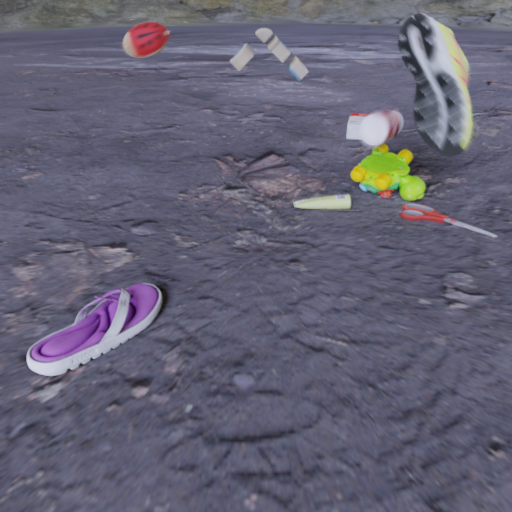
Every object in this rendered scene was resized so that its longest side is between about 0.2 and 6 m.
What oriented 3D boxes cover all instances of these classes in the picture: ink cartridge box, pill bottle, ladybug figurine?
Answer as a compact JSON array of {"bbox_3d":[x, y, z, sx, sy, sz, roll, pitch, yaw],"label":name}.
[{"bbox_3d":[3.379,-4.167,17.996,0.834,0.483,1.436,6,29,12],"label":"ink cartridge box"},{"bbox_3d":[2.928,-2.987,12.932,0.682,0.682,1.244,17,28,29],"label":"pill bottle"},{"bbox_3d":[-1.916,-3.756,9.682,0.850,0.577,0.306,-18,-1,7],"label":"ladybug figurine"}]

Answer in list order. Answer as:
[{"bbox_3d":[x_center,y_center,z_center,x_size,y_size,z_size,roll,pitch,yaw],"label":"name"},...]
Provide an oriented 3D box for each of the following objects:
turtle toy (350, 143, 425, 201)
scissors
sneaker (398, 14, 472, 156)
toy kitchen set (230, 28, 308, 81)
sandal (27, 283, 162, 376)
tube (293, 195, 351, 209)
[{"bbox_3d":[3.178,-1.869,13.323,1.785,0.902,1.301,27,62,35],"label":"turtle toy"},{"bbox_3d":[4.180,-0.808,12.175,2.155,0.150,0.788,14,30,28],"label":"scissors"},{"bbox_3d":[3.710,-3.313,10.839,1.242,2.750,1.075,-10,-1,-39],"label":"sneaker"},{"bbox_3d":[0.285,-4.370,12.834,1.419,1.137,0.836,42,19,-17],"label":"toy kitchen set"},{"bbox_3d":[-2.317,0.935,8.492,1.021,0.616,2.508,15,32,25],"label":"sandal"},{"bbox_3d":[1.497,-1.204,12.795,1.286,0.373,0.334,-3,66,1],"label":"tube"}]
